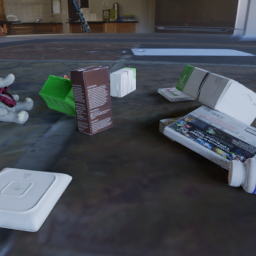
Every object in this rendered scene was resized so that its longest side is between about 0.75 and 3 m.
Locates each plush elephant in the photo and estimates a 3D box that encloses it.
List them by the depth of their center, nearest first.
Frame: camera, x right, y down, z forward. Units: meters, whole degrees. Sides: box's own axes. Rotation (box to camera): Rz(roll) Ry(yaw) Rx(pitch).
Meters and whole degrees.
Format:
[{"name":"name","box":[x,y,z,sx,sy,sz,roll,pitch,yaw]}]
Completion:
[{"name":"plush elephant","box":[-5.248,-1.411,11.299,2.578,1.996,2.123,-1,24,-3]}]

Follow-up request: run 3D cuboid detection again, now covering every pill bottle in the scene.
[{"name":"pill bottle","box":[3.299,1.187,6.821,1.539,0.862,0.862,6,24,12]}]

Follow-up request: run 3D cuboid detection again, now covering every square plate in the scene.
[{"name":"square plate","box":[-2.666,1.547,6.726,2.054,0.292,2.034,4,25,10]}]

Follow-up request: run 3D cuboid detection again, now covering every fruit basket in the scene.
[{"name":"fruit basket","box":[-2.418,-1.348,12.343,2.290,1.652,2.290,24,-12,5]}]

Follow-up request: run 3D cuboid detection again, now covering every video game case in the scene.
[{"name":"video game case","box":[2.919,0.256,8.919,2.708,0.316,2.462,31,40,32]},{"name":"video game case","box":[2.571,-1.747,14.295,1.574,0.205,1.729,-7,24,-15]}]

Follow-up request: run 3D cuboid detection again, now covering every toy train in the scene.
[{"name":"toy train","box":[-1.996,-4.752,12.010,0.266,1.557,0.357,-22,46,3]}]

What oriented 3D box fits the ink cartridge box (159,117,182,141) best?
[{"name":"ink cartridge box","box":[2.177,-0.038,10.111,1.850,0.466,1.008,-8,25,-21]}]

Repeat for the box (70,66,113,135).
[{"name":"box","box":[-1.270,-1.015,10.034,0.850,2.270,1.136,16,28,40]}]

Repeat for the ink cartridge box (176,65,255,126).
[{"name":"ink cartridge box","box":[3.600,-1.378,11.285,2.098,1.211,2.872,21,14,-28]}]

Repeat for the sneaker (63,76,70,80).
[{"name":"sneaker","box":[-3.642,-2.792,16.576,0.449,0.425,1.164,15,23,-21]}]

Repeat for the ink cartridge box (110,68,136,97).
[{"name":"ink cartridge box","box":[-0.244,-2.390,14.542,0.680,1.178,1.619,12,26,25]}]
